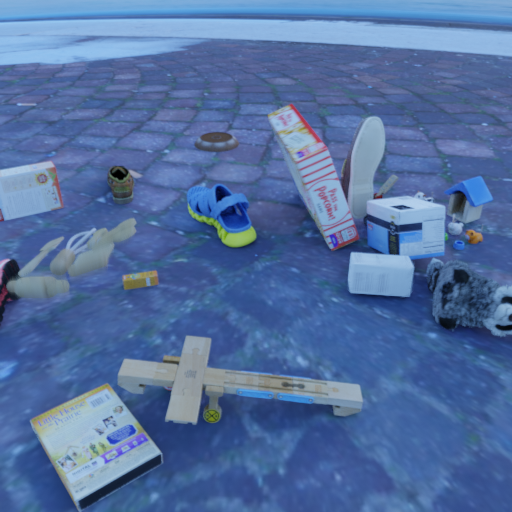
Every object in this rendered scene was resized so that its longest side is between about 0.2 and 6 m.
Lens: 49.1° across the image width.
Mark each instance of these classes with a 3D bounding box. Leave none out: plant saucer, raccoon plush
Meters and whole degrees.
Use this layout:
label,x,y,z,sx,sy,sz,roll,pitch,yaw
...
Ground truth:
label,x,y,z,sx,sy,sz,roll,pitch,yaw
plant saucer,-1.263,-3.669,17.843,1.442,0.264,1.442,0,30,0
raccoon plush,4.069,0.589,10.048,1.568,1.132,2.340,13,31,3

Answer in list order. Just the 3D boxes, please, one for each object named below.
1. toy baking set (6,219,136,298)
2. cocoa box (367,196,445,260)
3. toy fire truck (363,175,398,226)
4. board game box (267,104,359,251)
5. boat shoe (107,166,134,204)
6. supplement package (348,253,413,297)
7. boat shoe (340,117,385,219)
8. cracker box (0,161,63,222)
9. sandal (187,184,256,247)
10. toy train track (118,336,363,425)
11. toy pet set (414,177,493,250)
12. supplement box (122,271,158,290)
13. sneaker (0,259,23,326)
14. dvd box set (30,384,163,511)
label,x,y,z,sx,sy,sz,roll,pitch,yaw
toy baking set,-3.364,0.065,10.196,2.969,0.345,2.279,-6,27,38
cocoa box,3.064,-0.589,11.607,1.041,1.025,1.562,-7,15,-11
toy fire truck,3.069,-1.182,12.836,0.723,1.124,0.989,-25,39,-35
board game box,1.233,-1.862,12.755,0.712,2.329,3.075,-24,33,4
boat shoe,-3.551,-2.063,14.754,0.703,0.665,1.955,-11,33,-17
supplement package,2.350,0.351,10.667,1.115,0.611,0.634,4,21,5
boat shoe,2.329,-2.025,12.703,0.828,2.305,0.686,-7,25,-24
cracker box,-5.602,-1.551,13.465,1.654,1.108,0.477,-16,35,-25
sandal,-0.817,-1.185,12.913,0.999,1.094,2.513,-21,35,-28
toy train track,-0.236,2.021,8.164,3.479,0.566,1.995,6,24,-1
toy pet set,4.634,-1.160,12.944,1.729,0.983,1.852,-18,36,-27
supplement box,-2.265,0.475,10.957,0.674,0.232,0.224,-10,30,-12
sneaker,-4.929,0.685,10.083,0.921,0.782,2.123,-5,29,3
dvd box set,-2.180,2.500,7.562,1.190,0.239,1.627,-22,38,-32
